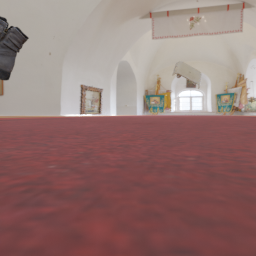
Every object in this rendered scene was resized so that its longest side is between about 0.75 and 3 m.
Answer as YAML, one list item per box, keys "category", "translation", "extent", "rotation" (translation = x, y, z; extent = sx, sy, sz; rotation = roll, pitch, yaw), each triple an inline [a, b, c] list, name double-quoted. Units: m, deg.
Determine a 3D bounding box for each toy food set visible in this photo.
- category: "toy food set"
  translation: [2.188, -1.931, 10.290]
  extent: [1.103, 0.791, 0.333]
  rotation: [27, -42, -6]

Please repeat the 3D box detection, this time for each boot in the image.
- category: "boot"
  translation: [-3.241, -1.949, 5.985]
  extent: [1.912, 1.259, 0.667]
  rotation: [21, 11, -29]
